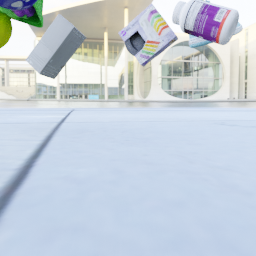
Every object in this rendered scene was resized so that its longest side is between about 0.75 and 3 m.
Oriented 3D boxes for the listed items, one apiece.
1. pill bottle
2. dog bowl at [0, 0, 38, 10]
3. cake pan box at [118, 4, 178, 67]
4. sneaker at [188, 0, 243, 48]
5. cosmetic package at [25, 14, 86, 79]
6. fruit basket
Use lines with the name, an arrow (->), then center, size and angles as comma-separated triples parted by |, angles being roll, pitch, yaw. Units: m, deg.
pill bottle -> 1.922, -2.714, 7.070 | 1.531, 0.861, 0.861 | 28, 16, 23
dog bowl -> -1.700, -2.349, 3.790 | 0.541, 1.372, 1.372 | -26, -12, 36
cake pan box -> 0.589, -2.841, 8.681 | 1.451, 1.336, 0.379 | -35, -12, 17
sneaker -> 2.680, -3.410, 8.700 | 2.145, 1.400, 0.853 | -24, 14, -28
cosmetic package -> -2.572, -2.873, 10.091 | 0.924, 2.049, 1.094 | 44, 11, 13
fruit basket -> -2.811, -2.450, 5.582 | 2.223, 2.223, 1.603 | -1, -3, -9
